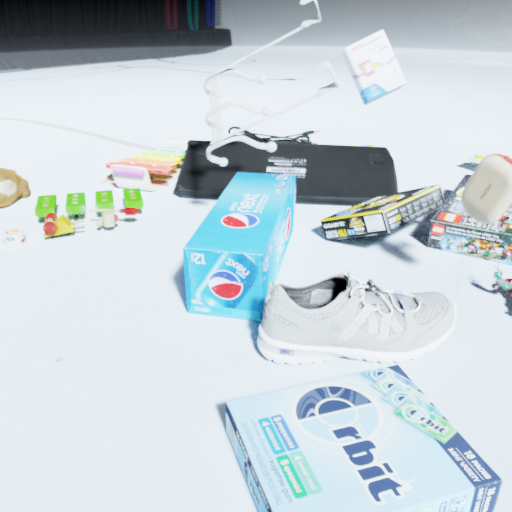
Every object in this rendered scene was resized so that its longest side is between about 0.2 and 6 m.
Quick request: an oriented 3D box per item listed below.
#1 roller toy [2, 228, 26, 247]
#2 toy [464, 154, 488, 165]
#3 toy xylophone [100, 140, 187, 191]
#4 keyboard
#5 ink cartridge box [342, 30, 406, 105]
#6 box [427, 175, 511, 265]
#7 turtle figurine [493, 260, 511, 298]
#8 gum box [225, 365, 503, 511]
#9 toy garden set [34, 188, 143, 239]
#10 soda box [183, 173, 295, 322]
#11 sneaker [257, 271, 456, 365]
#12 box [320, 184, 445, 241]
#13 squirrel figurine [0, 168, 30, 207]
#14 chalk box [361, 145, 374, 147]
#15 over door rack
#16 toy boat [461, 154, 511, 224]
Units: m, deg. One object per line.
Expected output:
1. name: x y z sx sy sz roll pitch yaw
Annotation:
1. roller toy: -4.994 -0.389 11.588 0.444 0.311 0.405 -21 33 -36
2. toy: 6.779 -2.486 15.758 0.938 0.385 1.630 -17 32 -25
3. toy xylophone: -3.002 -2.477 15.330 2.147 0.737 2.933 5 26 11
4. keyboard: 0.834 -2.152 14.920 5.642 1.118 2.937 5 50 7
5. ink cartridge box: 2.820 -4.520 13.467 1.014 1.403 0.594 -25 2 6
6. box: 5.337 -0.846 12.125 2.350 0.649 3.441 14 30 26
7. turtle figurine: 4.505 0.541 9.387 0.907 0.610 1.211 -10 40 14
8. gum box: 1.047 2.174 6.162 2.333 0.520 1.982 -9 28 -17
9. toy garden set: -3.707 -0.937 12.589 2.340 0.467 1.950 -6 25 -14
10. soda box: -0.149 -0.378 10.496 1.321 1.250 3.895 5 26 10
11. sneaker: 1.531 0.811 8.098 3.023 1.240 1.130 -6 27 -12
12. box: 2.650 -0.903 11.729 2.110 0.521 1.685 -23 9 -37
13. squirrel figurine: -6.381 -1.705 13.857 1.243 0.942 1.331 3 10 29
14. chalk box: 2.944 -2.798 16.122 1.008 0.629 0.625 -7 26 -10
15. over door rack: 0.288 -3.379 11.367 3.115 1.038 2.301 -28 51 29
16. toy boat: 3.701 -1.044 8.595 0.745 1.139 0.743 -21 57 -32
